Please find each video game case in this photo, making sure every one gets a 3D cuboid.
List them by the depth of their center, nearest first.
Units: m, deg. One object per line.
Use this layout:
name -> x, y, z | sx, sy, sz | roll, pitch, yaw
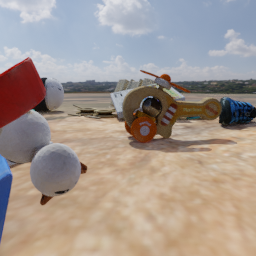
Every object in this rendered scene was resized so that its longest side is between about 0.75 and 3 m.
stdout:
video game case -> -2.637, 0.452, 5.207 | 1.696, 0.214, 1.862 | 4, 9, 20
video game case -> 0.703, -1.268, 11.967 | 2.673, 0.324, 2.936 | -13, 22, -4

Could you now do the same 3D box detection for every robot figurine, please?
robot figurine -> -4.806, -1.785, 14.606 | 2.857, 1.783, 2.147 | -1, 23, -4

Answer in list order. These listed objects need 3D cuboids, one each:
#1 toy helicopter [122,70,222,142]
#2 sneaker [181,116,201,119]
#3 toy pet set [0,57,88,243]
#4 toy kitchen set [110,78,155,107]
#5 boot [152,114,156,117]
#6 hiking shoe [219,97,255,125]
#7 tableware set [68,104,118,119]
toy helicopter -> 1.140, -0.598, 7.092 | 2.589, 1.712, 1.021 | -2, 9, -11
sneaker -> 2.289, -0.688, 11.299 | 1.839, 0.713, 0.732 | 1, 17, 3
toy pet set -> -1.210, 0.722, 1.492 | 2.094, 1.112, 1.955 | -39, 24, -19
toy kitchen set -> 0.804, -1.520, 15.416 | 2.175, 1.599, 2.715 | 26, -10, -37
boot -> 0.866, -0.972, 12.663 | 2.116, 0.768, 1.924 | -2, 21, 34
hiking shoe -> 3.880, -0.623, 9.795 | 1.110, 0.952, 2.560 | 4, 9, 30
tableware set -> -1.434, -0.789, 12.500 | 2.330, 0.467, 1.540 | 8, 12, 44
